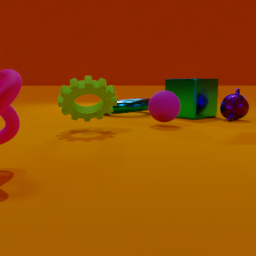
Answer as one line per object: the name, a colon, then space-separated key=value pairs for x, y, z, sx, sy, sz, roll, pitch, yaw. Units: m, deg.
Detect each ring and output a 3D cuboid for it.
ring: x=-0.067 y=-0.824 z=10.423 sx=2.093 sy=0.419 sz=2.093 roll=-5 pitch=8 yaw=1

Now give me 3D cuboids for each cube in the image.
cube: x=2.116 y=-1.013 z=9.392 sx=1.275 sy=1.275 sz=1.275 roll=-8 pitch=12 yaw=-40

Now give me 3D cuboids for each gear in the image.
gear: x=-0.942 y=-0.645 z=6.563 sx=1.342 sy=0.248 sz=1.342 roll=-7 pitch=-34 yaw=-5

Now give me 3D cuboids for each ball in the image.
ball: x=0.966 y=-0.570 z=7.473 sx=0.845 sy=0.845 sz=0.845 roll=0 pitch=9 yaw=0

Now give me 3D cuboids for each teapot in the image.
teapot: x=3.238 y=-0.664 z=8.582 sx=0.856 sy=0.674 sz=1.377 roll=9 pitch=57 yaw=31

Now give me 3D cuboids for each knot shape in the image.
knot shape: x=-1.696 y=-0.116 z=3.267 sx=0.546 sy=1.181 sz=1.106 roll=26 pitch=20 yaw=-1
